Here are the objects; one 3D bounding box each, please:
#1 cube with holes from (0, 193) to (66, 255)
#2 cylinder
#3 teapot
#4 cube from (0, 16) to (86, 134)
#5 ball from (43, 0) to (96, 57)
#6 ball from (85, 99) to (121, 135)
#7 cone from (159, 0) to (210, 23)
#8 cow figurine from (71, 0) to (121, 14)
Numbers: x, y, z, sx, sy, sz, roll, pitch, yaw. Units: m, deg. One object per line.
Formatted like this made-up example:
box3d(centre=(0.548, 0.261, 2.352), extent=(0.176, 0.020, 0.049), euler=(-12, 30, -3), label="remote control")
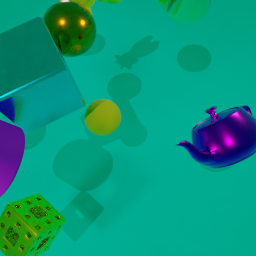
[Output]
box3d(centre=(-1.931, 1.955, 5.456), extent=(0.849, 0.849, 0.849), euler=(37, 105, 19), label="cube with holes")
box3d(centre=(-2.524, 0.362, 4.368), extent=(1.304, 1.304, 1.304), euler=(-26, 51, 37), label="cylinder")
box3d(centre=(1.556, 0.104, 4.724), extent=(1.932, 1.201, 0.946), euler=(-29, 93, -32), label="teapot")
box3d(centre=(-1.757, -0.923, 5.190), extent=(1.317, 1.317, 1.317), euler=(-27, 67, -5), label="cube")
box3d(centre=(-1.267, -2.129, 6.064), extent=(1.163, 1.163, 1.163), euler=(0, 59, 0), label="ball")
box3d(centre=(-0.566, -0.240, 6.306), extent=(0.818, 0.818, 0.818), euler=(0, 59, 0), label="ball")
box3d(centre=(1.501, -3.370, 6.386), extent=(1.349, 1.354, 1.349), euler=(1, 81, -7), label="cone")
box3d(centre=(-0.729, -3.524, 7.187), extent=(0.942, 1.715, 1.688), euler=(44, 108, 13), label="cow figurine")
